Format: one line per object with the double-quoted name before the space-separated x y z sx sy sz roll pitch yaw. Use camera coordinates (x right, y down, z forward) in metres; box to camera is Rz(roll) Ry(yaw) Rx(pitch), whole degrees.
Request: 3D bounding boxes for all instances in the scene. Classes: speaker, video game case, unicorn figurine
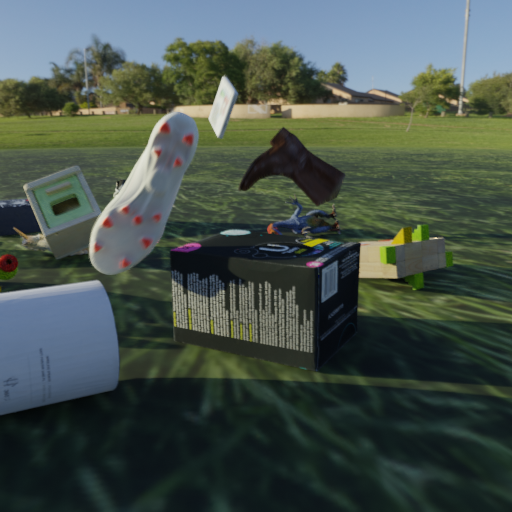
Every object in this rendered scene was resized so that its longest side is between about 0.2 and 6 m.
"speaker" -2.406 0.849 4.442 2.508 1.019 1.019 -8 16 -27
"video game case" -0.683 -3.015 11.367 0.124 0.953 1.047 10 30 -24
"unicorn figurine" -3.531 -0.327 10.156 1.064 0.572 1.549 0 10 -1

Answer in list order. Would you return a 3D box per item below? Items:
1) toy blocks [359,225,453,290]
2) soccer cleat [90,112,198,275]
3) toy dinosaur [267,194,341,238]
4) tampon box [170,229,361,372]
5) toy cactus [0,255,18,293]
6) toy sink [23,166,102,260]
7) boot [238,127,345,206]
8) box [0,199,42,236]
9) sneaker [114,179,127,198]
"toy blocks" 1.964 0.015 8.475 1.800 0.899 1.230 -8 5 -43
"soccer cleat" -1.137 -0.635 5.906 0.645 1.861 0.722 29 9 -11
"toy dinosaur" 0.996 -0.560 11.631 1.444 0.836 1.592 -12 -27 8
"tampon box" 0.123 0.389 6.147 1.713 1.081 1.284 7 16 27
"toy cactus" -4.387 0.213 7.478 2.375 1.214 1.959 -7 -3 -18
"toy sink" -3.350 -0.906 9.745 1.006 0.865 1.543 -23 63 -15
"boot" 0.774 -1.554 12.019 1.856 1.730 0.596 40 13 0
"box" -5.239 -0.858 12.149 1.187 0.618 1.081 -9 18 -31
"sneaker" -3.110 -1.148 12.416 0.690 1.052 1.829 1 14 5
